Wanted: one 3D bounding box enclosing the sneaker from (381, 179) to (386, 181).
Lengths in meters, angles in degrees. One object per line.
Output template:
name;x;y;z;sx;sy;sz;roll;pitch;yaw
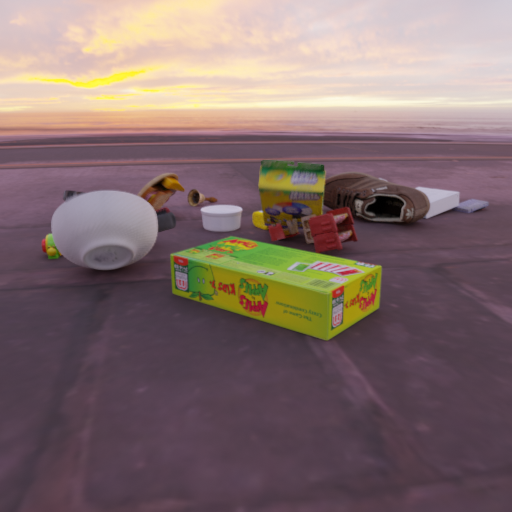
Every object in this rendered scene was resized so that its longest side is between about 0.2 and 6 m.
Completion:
sneaker;3.724;-2.065;17.544;1.343;0.546;0.592;-20;25;-30

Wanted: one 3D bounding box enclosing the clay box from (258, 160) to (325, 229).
clay box;0.777;-1.266;12.014;1.339;0.554;2.330;5;-19;7

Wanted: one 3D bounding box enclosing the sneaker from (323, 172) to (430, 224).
sneaker;2.763;-1.491;14.382;3.185;1.122;1.203;12;21;36

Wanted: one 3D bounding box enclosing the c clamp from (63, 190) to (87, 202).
c clamp;-4.234;-1.372;15.100;1.947;0.309;2.279;9;12;-26

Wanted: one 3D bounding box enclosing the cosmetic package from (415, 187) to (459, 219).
cosmetic package;4.567;-1.478;15.386;1.707;0.441;1.287;-19;22;-39

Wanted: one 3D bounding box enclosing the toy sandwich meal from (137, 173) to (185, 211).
toy sandwich meal;-2.526;-1.493;14.555;0.563;1.644;1.644;47;30;10

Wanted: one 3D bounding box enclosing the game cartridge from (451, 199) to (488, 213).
game cartridge;5.974;-1.381;15.623;0.900;0.173;0.583;-19;28;-29

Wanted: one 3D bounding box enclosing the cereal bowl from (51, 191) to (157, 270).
cereal bowl;-2.601;-0.292;9.787;1.839;1.839;0.766;-5;60;-18

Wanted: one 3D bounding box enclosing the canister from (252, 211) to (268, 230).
canister;0.473;-0.920;13.689;0.954;0.413;0.708;-12;21;-32

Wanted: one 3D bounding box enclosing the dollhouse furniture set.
dollhouse furniture set;1.069;-0.433;11.755;1.845;0.750;0.993;-11;7;34

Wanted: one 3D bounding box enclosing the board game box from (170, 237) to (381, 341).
board game box;0.238;0.382;8.616;2.936;0.699;1.491;13;20;37

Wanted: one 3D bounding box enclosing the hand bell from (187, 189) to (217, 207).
hand bell;-1.503;-1.672;16.499;0.510;0.510;0.979;13;8;37

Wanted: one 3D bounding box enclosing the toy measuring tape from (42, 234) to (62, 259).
toy measuring tape;-4.079;-0.285;11.408;0.477;0.477;1.297;-3;16;-10

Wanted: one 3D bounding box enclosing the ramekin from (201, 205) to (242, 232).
ramekin;-0.831;-0.896;13.459;0.984;0.480;0.984;0;15;0

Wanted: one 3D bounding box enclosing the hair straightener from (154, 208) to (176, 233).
hair straightener;-2.412;-0.447;10.448;1.962;0.401;0.755;-15;25;-23
